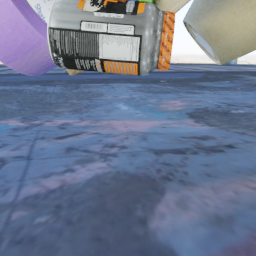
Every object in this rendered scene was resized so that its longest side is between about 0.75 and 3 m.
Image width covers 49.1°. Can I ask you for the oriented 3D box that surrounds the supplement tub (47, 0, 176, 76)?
[{"bbox_3d":[-0.187,-1.214,3.762,1.558,0.955,0.955,6,16,3],"label":"supplement tub"}]

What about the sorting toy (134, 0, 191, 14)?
[{"bbox_3d":[-0.033,-2.592,3.999,2.701,2.500,0.493,-32,31,43],"label":"sorting toy"}]

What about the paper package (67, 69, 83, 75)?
[{"bbox_3d":[-1.184,-3.297,9.055,2.577,1.333,2.457,-23,56,-3],"label":"paper package"}]

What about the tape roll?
[{"bbox_3d":[-1.728,-2.108,4.475,0.800,2.438,2.438,-23,10,16],"label":"tape roll"}]

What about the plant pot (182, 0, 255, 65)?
[{"bbox_3d":[2.826,-2.922,6.233,2.992,2.802,2.802,-42,9,13],"label":"plant pot"}]
